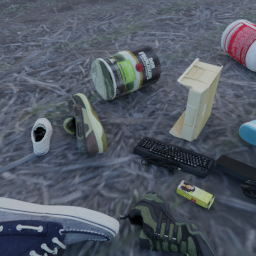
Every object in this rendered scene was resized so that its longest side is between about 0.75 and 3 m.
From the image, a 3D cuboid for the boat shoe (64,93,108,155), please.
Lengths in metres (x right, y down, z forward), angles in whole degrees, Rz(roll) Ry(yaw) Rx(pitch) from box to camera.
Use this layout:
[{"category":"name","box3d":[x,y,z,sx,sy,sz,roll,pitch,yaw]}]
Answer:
[{"category":"boat shoe","box3d":[-1.496,-0.196,8.550,0.952,1.035,2.896,-14,38,-21]}]

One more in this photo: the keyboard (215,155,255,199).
[{"category":"keyboard","box3d":[3.369,1.502,7.073,2.575,0.510,1.340,24,21,29]}]

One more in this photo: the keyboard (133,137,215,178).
[{"category":"keyboard","box3d":[1.263,0.755,7.892,2.239,0.444,1.165,16,40,22]}]

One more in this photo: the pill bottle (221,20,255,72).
[{"category":"pill bottle","box3d":[5.630,-3.551,12.440,1.680,1.680,2.993,-10,39,-13]}]

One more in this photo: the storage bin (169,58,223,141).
[{"category":"storage bin","box3d":[2.102,-0.865,8.792,0.893,1.905,1.891,21,42,22]}]

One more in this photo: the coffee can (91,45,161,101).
[{"category":"coffee can","box3d":[-0.075,-2.119,10.658,2.168,1.586,1.586,-25,44,-27]}]

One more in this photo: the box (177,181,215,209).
[{"category":"box","box3d":[1.658,1.642,6.913,0.865,0.217,0.326,24,44,27]}]

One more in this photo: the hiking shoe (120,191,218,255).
[{"category":"hiking shoe","box3d":[0.800,2.276,5.752,1.093,0.822,2.172,-32,38,-24]}]

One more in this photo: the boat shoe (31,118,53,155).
[{"category":"boat shoe","box3d":[-2.693,0.111,8.620,0.593,0.542,1.648,-4,38,-5]}]

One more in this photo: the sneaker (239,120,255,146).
[{"category":"sneaker","box3d":[4.504,0.213,8.309,1.282,0.781,1.964,-27,46,-29]}]

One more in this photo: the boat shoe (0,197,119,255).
[{"category":"boat shoe","box3d":[-1.636,2.291,5.623,2.797,1.044,1.297,5,54,7]}]
